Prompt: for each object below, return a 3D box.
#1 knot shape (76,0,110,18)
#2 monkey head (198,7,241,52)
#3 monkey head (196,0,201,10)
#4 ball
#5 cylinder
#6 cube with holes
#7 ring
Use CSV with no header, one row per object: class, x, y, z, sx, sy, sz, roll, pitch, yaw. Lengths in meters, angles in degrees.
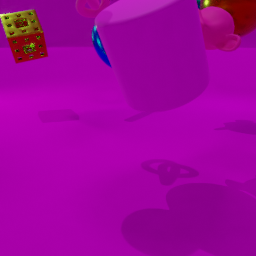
knot shape,-0.627,-2.529,5.281,0.504,1.021,1.091,27,55,1
monkey head,1.262,-1.511,4.654,0.812,0.970,1.348,13,29,-16
monkey head,2.023,-3.545,7.848,1.949,1.402,1.175,-18,-26,13
ball,1.998,-2.325,5.279,1.251,1.251,1.251,0,18,0
cylinder,0.380,-1.113,3.924,1.318,1.318,1.318,-15,34,11
cube with holes,-3.340,-2.966,9.108,1.083,1.083,1.083,-17,64,-16
ring,-0.512,-2.690,9.093,0.337,1.687,1.687,-20,3,37
